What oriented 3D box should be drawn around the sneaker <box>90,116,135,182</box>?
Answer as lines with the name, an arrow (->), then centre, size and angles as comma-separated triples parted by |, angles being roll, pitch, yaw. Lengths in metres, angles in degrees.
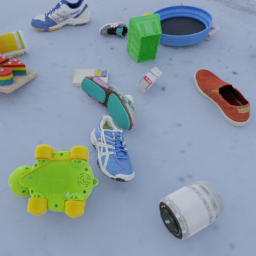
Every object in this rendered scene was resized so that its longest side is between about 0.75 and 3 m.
sneaker -> -0.446, 0.536, 7.687 | 0.842, 0.857, 2.225 | -2, 40, -33

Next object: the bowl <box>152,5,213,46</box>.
bowl -> 2.290, -4.592, 12.516 | 2.855, 0.560, 2.855 | -3, 47, 4

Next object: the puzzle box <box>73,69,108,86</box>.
puzzle box -> -1.385, -1.904, 10.548 | 1.285, 0.163, 0.855 | 0, 48, 0

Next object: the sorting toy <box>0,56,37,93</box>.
sorting toy -> -4.515, -2.017, 10.026 | 1.766, 0.618, 1.776 | 13, 33, 11

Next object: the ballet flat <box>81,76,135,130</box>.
ballet flat -> -0.463, -0.957, 9.323 | 0.971, 0.943, 2.728 | -18, 48, -41

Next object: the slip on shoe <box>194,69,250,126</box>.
slip on shoe -> 3.199, -1.262, 9.536 | 1.019, 0.842, 2.750 | -17, 49, -12

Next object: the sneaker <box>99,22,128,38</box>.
sneaker -> -0.553, -4.287, 12.430 | 1.357, 0.567, 0.819 | -23, 43, -20

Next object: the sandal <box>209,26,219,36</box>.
sandal -> 3.602, -4.277, 12.613 | 0.977, 0.280, 0.374 | -18, 43, 12

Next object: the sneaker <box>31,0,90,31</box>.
sneaker -> -3.152, -5.325, 12.890 | 2.760, 1.216, 1.039 | -17, 52, -13

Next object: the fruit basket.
fruit basket -> 0.618, -3.819, 11.120 | 1.413, 1.959, 1.959 | -14, 50, -12

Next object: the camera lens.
camera lens -> 1.452, 1.914, 6.588 | 1.269, 1.015, 1.015 | -23, 52, -18

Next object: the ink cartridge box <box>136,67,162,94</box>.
ink cartridge box -> 0.750, -1.711, 10.007 | 0.363, 0.626, 0.868 | 44, 56, 0

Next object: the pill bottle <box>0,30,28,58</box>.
pill bottle -> -4.965, -3.279, 11.260 | 1.642, 0.912, 0.912 | -21, 52, -18

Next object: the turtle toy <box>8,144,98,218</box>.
turtle toy -> -1.877, 1.320, 6.983 | 2.306, 1.165, 1.680 | 2, 72, 3
